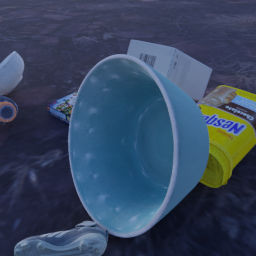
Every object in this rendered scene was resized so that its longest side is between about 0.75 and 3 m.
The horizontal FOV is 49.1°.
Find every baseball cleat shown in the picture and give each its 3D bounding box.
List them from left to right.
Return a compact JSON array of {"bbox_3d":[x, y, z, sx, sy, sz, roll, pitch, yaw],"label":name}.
[{"bbox_3d":[-1.036,1.876,4.558,1.454,0.507,0.774,-2,9,4],"label":"baseball cleat"}]

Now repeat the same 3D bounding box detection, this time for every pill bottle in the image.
[{"bbox_3d":[-3.419,-0.501,7.537,0.751,0.751,1.413,-21,20,-30],"label":"pill bottle"}]

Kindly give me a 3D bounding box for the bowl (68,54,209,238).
[{"bbox_3d":[0.275,0.269,5.152,1.560,2.983,2.983,-1,27,-39],"label":"bowl"}]

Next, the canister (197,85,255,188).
[{"bbox_3d":[2.060,0.040,6.471,2.372,1.027,1.762,-35,45,-30],"label":"canister"}]

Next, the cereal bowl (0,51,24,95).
[{"bbox_3d":[-4.091,-1.653,9.307,1.797,0.748,1.797,-33,30,22],"label":"cereal bowl"}]

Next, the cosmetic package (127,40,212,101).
[{"bbox_3d":[1.244,-1.623,8.284,1.483,1.169,2.756,22,11,34],"label":"cosmetic package"}]

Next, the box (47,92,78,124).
[{"bbox_3d":[-1.450,-0.720,8.632,1.151,0.318,1.685,23,40,34],"label":"box"}]
